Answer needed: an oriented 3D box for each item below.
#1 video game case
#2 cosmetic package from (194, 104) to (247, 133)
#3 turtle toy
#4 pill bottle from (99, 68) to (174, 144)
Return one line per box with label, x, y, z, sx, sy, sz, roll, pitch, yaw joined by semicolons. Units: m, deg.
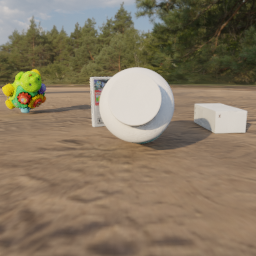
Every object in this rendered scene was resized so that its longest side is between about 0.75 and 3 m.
video game case;-0.410;-0.877;9.121;1.701;1.550;0.196;-7;10;-31
cosmetic package;2.782;-0.341;8.679;0.940;0.660;1.853;-1;11;-4
turtle toy;-3.961;-1.474;11.173;1.165;2.304;1.679;42;59;10
pill bottle;0.198;-0.378;5.665;1.381;1.381;2.493;1;-4;5
